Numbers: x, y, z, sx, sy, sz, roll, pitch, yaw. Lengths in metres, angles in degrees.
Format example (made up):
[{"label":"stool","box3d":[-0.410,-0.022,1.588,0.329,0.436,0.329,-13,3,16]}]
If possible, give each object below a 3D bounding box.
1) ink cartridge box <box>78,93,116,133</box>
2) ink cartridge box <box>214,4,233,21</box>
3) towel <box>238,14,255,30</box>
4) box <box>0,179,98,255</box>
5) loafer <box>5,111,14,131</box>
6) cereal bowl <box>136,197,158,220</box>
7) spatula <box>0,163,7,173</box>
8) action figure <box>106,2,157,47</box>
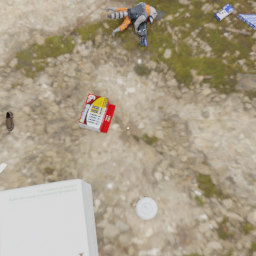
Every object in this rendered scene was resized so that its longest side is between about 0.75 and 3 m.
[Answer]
[{"label":"ink cartridge box","box3d":[-1.238,-0.596,11.543,1.195,0.571,1.361,15,75,3]},{"label":"ink cartridge box","box3d":[4.466,-5.393,13.045,0.830,0.183,0.390,-38,79,-10]},{"label":"towel","box3d":[4.183,-3.195,8.744,0.967,0.159,1.336,-16,56,-34]},{"label":"box","box3d":[-2.578,3.369,9.527,2.749,2.366,2.762,-8,75,-2]},{"label":"loafer","box3d":[-4.951,-0.296,11.597,0.319,0.310,0.874,-12,75,-3]},{"label":"cereal bowl","box3d":[0.717,3.067,10.668,0.848,0.353,0.848,0,76,0]},{"label":"spatula","box3d":[-5.509,1.697,11.188,0.800,0.092,1.150,37,79,4]},{"label":"action figure","box3d":[0.262,-4.732,12.405,2.159,1.168,2.232,-14,76,5]}]
